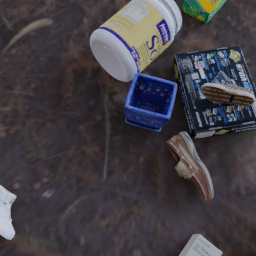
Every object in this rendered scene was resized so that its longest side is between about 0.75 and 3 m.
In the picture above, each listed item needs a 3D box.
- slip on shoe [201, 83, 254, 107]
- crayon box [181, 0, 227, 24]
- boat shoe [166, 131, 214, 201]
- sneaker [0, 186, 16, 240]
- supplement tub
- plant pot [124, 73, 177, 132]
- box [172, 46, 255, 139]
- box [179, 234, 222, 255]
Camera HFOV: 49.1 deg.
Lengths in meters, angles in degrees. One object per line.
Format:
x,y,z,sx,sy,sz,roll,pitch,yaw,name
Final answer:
3.064,-1.114,8.646,1.620,0.616,0.491,12,49,5,slip on shoe
3.152,-5.139,10.961,1.188,0.583,2.000,36,73,13,crayon box
1.810,1.184,8.394,0.798,0.841,2.222,-20,61,-4,boat shoe
-3.516,2.344,8.020,0.878,0.560,1.520,-42,73,-12,sneaker
0.302,-3.095,9.406,1.983,1.983,2.727,41,74,15,supplement tub
0.641,-0.704,8.742,1.385,1.246,1.385,16,62,1,plant pot
2.956,-1.255,9.371,2.345,0.679,2.951,-9,69,-4,box
1.567,3.845,7.359,0.812,0.676,1.977,35,72,13,box
